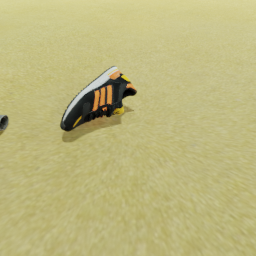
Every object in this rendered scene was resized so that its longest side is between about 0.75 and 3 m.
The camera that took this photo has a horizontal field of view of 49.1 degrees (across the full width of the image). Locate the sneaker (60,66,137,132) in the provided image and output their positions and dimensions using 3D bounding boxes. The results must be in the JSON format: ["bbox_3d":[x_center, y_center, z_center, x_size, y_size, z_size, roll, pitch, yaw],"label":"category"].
[{"bbox_3d":[-0.667,-0.620,7.320,1.100,0.855,2.445,39,57,1],"label":"sneaker"}]

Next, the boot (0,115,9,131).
[{"bbox_3d":[-3.920,0.002,7.192,1.324,0.481,1.204,7,36,0],"label":"boot"}]
